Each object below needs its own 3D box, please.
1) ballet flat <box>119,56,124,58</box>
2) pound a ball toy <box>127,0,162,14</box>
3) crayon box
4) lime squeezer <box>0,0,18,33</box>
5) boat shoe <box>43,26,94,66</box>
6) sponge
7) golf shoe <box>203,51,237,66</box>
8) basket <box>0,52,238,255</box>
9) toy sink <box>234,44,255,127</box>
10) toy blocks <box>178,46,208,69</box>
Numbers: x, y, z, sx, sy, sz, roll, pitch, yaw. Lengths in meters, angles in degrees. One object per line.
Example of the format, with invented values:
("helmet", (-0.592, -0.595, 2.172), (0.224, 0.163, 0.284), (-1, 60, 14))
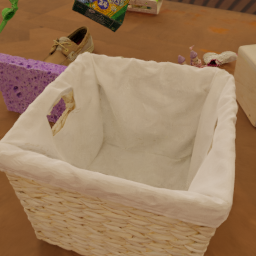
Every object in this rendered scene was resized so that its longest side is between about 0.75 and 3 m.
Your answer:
("ballet flat", (-0.216, -1.652, 8.356), (0.869, 0.869, 2.503), (-5, 41, -6))
("pound a ball toy", (0.235, -5.806, 13.208), (2.451, 1.041, 1.598), (13, 68, 15))
("crayon box", (-0.587, -4.124, 8.091), (1.398, 0.574, 2.224), (21, 73, -22))
("lime squeezer", (-2.633, -2.579, 5.891), (0.612, 1.733, 0.327), (7, 19, -13))
("boat shoe", (-2.108, -2.605, 9.387), (1.039, 0.932, 2.808), (14, 43, 16))
("sponge", (-1.939, -0.842, 6.883), (2.835, 1.581, 0.423), (15, 44, 16))
("golf shoe", (3.140, -2.287, 9.482), (1.151, 0.434, 0.527), (-3, 51, 7))
("basket", (0.089, 0.500, 4.747), (2.932, 2.358, 2.906), (10, 42, 13))
("toy sink", (4.433, -1.179, 7.258), (2.784, 1.560, 1.815), (-6, 39, 1))
("toy blocks", (1.575, -1.714, 8.053), (1.110, 1.000, 1.188), (-33, 41, 12))
